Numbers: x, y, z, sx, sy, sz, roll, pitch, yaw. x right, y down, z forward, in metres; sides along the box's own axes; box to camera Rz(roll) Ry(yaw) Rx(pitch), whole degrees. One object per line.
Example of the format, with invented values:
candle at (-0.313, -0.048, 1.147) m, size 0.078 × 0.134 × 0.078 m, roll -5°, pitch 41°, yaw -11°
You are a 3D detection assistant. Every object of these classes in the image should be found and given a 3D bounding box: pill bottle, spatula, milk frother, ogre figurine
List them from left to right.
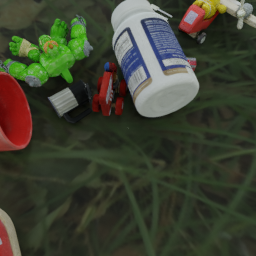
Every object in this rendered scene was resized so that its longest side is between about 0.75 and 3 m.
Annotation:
ogre figurine at (-2.010, -1.984, 7.432) m, size 2.621 × 1.286 × 1.571 m, roll -23°, pitch 48°, yaw -26°
milk frother at (-1.367, -0.707, 6.897) m, size 0.967 × 1.029 × 0.928 m, roll -33°, pitch 73°, yaw -14°
pill bottle at (0.526, -1.831, 7.067) m, size 1.569 × 1.569 × 2.827 m, roll -16°, pitch 67°, yaw -7°
spatula at (0.918, -3.531, 8.745) m, size 0.832 × 0.067 × 0.578 m, roll 36°, pitch 64°, yaw 14°

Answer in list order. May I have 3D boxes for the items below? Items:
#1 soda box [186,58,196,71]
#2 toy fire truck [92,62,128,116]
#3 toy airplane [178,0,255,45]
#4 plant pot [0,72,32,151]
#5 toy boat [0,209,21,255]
soda box at (1.473, -1.789, 7.802) m, size 0.805 × 0.282 × 0.255 m, roll 3°, pitch 65°, yaw 1°
toy fire truck at (-0.453, -1.009, 6.962) m, size 0.762 × 1.141 × 1.358 m, roll 9°, pitch 65°, yaw 4°
toy airplane at (2.473, -3.670, 7.955) m, size 2.264 × 1.598 × 2.254 m, roll -3°, pitch 64°, yaw -1°
plant pot at (-3.323, -0.227, 6.393) m, size 1.596 × 1.804 × 1.804 m, roll -13°, pitch 65°, yaw 5°
toy boat at (-2.776, 2.421, 4.894) m, size 1.367 × 1.369 × 2.095 m, roll -23°, pitch 80°, yaw 25°
